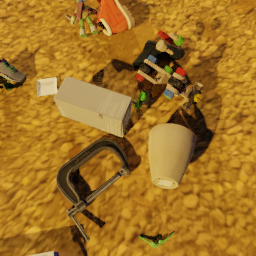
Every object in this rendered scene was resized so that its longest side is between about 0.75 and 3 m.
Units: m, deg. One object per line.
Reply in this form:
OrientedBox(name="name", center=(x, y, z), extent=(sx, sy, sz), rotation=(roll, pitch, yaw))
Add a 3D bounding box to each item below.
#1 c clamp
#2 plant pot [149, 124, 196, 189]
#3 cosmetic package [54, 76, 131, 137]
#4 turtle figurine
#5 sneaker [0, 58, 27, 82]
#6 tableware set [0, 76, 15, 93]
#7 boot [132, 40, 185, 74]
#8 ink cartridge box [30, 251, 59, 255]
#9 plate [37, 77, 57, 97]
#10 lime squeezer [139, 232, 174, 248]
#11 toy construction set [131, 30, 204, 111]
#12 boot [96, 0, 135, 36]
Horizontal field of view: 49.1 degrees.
OrientedBox(name="c clamp", center=(-1.006, 1.699, 8.943), extent=(2.376, 0.377, 2.782), rotation=(40, 73, 22))
OrientedBox(name="plant pot", center=(1.248, 0.953, 8.468), extent=(1.504, 1.504, 1.606), rotation=(11, 56, 5))
OrientedBox(name="cosmetic package", center=(-1.143, -0.718, 9.519), extent=(2.412, 1.288, 1.088), rotation=(16, 65, 9))
OrientedBox(name="turtle figurine", center=(-1.779, -4.509, 11.692), extent=(1.096, 1.523, 1.476), rotation=(-13, 85, -30))
OrientedBox(name="sneaker", center=(-4.461, -2.200, 10.401), extent=(1.434, 0.628, 0.534), rotation=(22, 43, 1))
OrientedBox(name="tableware set", center=(-5.071, -1.845, 10.296), extent=(1.730, 0.265, 1.165), rotation=(38, 37, 14))
OrientedBox(name="boot", center=(1.156, -2.592, 10.728), extent=(1.688, 0.645, 1.419), rotation=(20, 64, 15))
OrientedBox(name="ink cartridge box", center=(-3.236, 4.259, 7.561), extent=(2.705, 0.598, 1.271), rotation=(-9, 64, -4))
OrientedBox(name="plate", center=(-3.033, -1.527, 10.532), extent=(0.751, 0.121, 0.750), rotation=(-9, 66, -4))
OrientedBox(name="lime squeezer", center=(0.872, 3.334, 8.263), extent=(1.047, 0.198, 0.370), rotation=(-6, 34, -1))
OrientedBox(name="toy construction set", center=(1.661, -1.836, 9.918), extent=(2.039, 2.213, 2.653), rotation=(19, 79, -39))
OrientedBox(name="boot", center=(-0.937, -4.918, 11.719), extent=(1.338, 0.937, 2.496), rotation=(-32, 70, -8))
